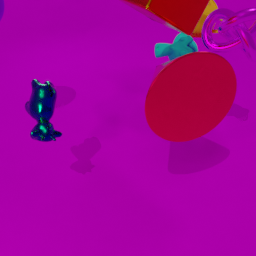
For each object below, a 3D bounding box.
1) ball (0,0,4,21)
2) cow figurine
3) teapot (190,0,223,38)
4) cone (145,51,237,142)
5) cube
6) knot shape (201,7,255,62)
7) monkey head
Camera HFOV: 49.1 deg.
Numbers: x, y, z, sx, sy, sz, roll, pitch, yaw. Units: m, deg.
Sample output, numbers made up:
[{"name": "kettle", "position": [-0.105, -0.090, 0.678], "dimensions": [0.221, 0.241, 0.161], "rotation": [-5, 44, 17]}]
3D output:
[{"name": "ball", "position": [-3.223, -2.601, 5.717], "dimensions": [1.283, 1.283, 1.283], "rotation": [0, 38, 0]}, {"name": "cow figurine", "position": [-1.485, -0.279, 4.956], "dimensions": [0.553, 1.007, 0.991], "rotation": [2, 30, -37]}, {"name": "teapot", "position": [1.710, -3.020, 7.179], "dimensions": [1.972, 0.966, 1.226], "rotation": [29, 55, -6]}, {"name": "cone", "position": [0.794, -0.830, 5.010], "dimensions": [1.565, 1.565, 1.571], "rotation": [-10, 34, -12]}, {"name": "cube", "position": [0.584, -2.239, 4.313], "dimensions": [1.057, 1.057, 1.057], "rotation": [11, 24, -42]}, {"name": "knot shape", "position": [2.249, -1.854, 5.706], "dimensions": [0.631, 1.279, 1.366], "rotation": [-58, 25, -12]}, {"name": "monkey head", "position": [1.152, -1.742, 6.620], "dimensions": [0.992, 0.831, 1.379], "rotation": [-1, 78, 11]}]
